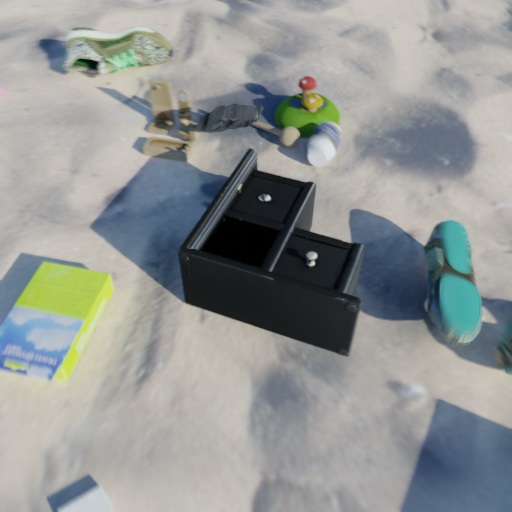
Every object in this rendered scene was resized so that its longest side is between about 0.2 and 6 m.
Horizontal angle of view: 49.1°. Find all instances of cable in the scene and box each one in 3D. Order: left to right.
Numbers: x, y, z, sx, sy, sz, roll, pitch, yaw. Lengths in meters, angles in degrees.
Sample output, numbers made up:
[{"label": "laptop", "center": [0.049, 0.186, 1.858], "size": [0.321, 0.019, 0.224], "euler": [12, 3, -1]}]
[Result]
[{"label": "cable", "center": [-0.605, -2.877, 11.741], "size": [1.409, 1.150, 0.358], "euler": [-15, 93, -19]}]

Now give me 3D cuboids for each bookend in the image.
[{"label": "bookend", "center": [0.620, -0.183, 9.232], "size": [2.813, 1.296, 2.796], "euler": [17, 49, 15]}]

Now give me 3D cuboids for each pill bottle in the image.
[{"label": "pill bottle", "center": [1.417, -2.325, 11.759], "size": [0.562, 0.562, 1.013], "euler": [14, 47, 13]}]

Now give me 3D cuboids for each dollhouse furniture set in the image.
[{"label": "dollhouse furniture set", "center": [-1.882, -2.904, 11.960], "size": [1.250, 1.071, 1.314], "euler": [10, 47, 10]}]

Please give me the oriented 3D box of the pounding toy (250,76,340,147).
[{"label": "pounding toy", "center": [1.009, -3.331, 12.485], "size": [1.938, 0.899, 1.496], "euler": [-31, 54, -26]}]

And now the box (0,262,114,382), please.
[{"label": "box", "center": [-3.171, 1.045, 8.614], "size": [1.257, 0.491, 2.061], "euler": [9, 47, 9]}]

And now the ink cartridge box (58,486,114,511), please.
[{"label": "ink cartridge box", "center": [-1.979, 3.260, 6.776], "size": [0.583, 0.180, 0.719], "euler": [-26, 59, -23]}]

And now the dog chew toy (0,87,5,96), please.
[{"label": "dog chew toy", "center": [-6.367, -3.959, 13.472], "size": [0.599, 0.373, 0.373], "euler": [-5, 46, -14]}]

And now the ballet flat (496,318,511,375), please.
[{"label": "ballet flat", "center": [4.937, 1.431, 7.788], "size": [2.918, 0.990, 1.099], "euler": [13, 85, 14]}]

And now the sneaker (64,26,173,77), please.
[{"label": "sneaker", "center": [-3.518, -4.928, 14.097], "size": [2.880, 1.107, 1.276], "euler": [1, 61, 7]}]

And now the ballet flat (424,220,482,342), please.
[{"label": "ballet flat", "center": [3.053, 0.503, 8.935], "size": [0.902, 0.902, 2.431], "euler": [10, 48, 10]}]
